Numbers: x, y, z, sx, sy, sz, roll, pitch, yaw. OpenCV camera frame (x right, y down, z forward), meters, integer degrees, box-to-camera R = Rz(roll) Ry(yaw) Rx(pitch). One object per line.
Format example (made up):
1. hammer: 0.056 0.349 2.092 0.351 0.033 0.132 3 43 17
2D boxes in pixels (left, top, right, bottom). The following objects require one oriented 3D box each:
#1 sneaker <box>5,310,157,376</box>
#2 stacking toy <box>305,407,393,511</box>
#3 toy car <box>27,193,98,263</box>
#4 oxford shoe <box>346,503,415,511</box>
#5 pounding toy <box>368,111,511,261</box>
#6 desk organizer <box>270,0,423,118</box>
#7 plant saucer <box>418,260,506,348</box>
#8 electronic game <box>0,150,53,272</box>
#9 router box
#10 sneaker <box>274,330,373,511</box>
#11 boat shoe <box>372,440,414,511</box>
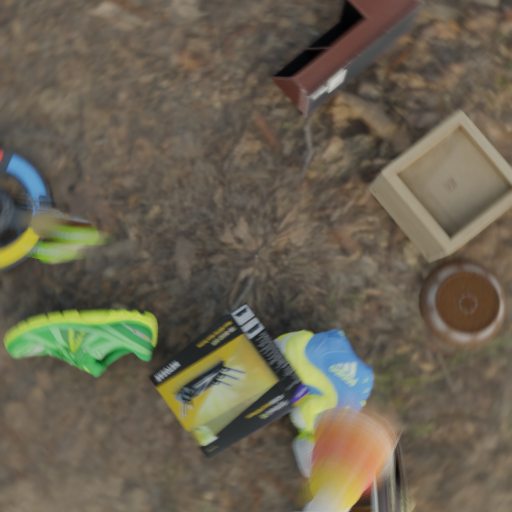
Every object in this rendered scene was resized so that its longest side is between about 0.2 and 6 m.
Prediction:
1. sneaker: -3.139 1.586 9.994 2.720 1.007 1.137 -5 79 -1
2. stacking toy: 0.914 2.496 6.322 0.998 0.998 1.365 35 41 4
3. toy car: -3.130 -0.528 8.730 0.860 0.895 1.090 -32 91 2
4. oxford shoe: 1.636 4.857 9.694 2.501 0.891 0.892 -15 85 0
5. pounding toy: 4.029 -0.988 10.114 2.588 1.348 2.946 -38 85 -5
6. desk organizer: 1.648 -4.058 10.660 2.819 1.011 1.085 -41 83 -5
7. plant saucer: 3.889 0.877 10.438 1.658 0.303 1.658 0 83 1
8. electronic game: -5.005 -0.851 10.534 2.356 0.490 2.356 0 84 0
9. router box: -0.521 2.171 9.537 2.323 0.607 1.826 -41 84 31
10. sneaker: 1.443 2.792 9.756 1.715 1.236 3.265 -17 92 -11
11. boat shoe: 2.053 3.586 8.339 0.476 0.575 1.600 -22 62 30
